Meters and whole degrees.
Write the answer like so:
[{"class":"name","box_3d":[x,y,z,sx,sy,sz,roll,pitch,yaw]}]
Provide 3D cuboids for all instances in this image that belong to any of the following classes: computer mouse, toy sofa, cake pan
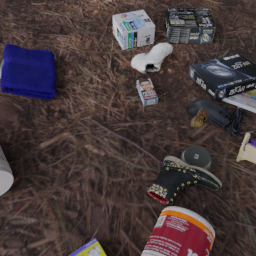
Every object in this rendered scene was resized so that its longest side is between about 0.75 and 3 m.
[{"class":"computer mouse","box_3d":[3.385,-0.629,10.906,2.204,0.581,1.527,20,52,15]},{"class":"toy sofa","box_3d":[4.870,0.942,9.365,2.127,1.038,0.881,24,55,19]},{"class":"cake pan","box_3d":[2.402,1.052,9.808,1.075,0.197,1.075,0,51,0]}]

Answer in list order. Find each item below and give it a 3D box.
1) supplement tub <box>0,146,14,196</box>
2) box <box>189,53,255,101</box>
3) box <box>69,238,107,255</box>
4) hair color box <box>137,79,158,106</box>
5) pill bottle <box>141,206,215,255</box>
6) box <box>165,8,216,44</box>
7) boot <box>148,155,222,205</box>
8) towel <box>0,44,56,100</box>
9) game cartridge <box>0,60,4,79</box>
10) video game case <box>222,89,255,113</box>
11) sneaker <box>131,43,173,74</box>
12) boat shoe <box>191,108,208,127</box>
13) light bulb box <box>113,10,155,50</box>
[{"class":"supplement tub","box_3d":[-4.769,1.037,8.980,1.506,1.506,2.283,-27,57,-20]},{"class":"box","box_3d":[4.292,-2.263,12.067,2.631,0.573,2.108,-16,44,-12]},{"class":"box","box_3d":[-0.796,4.089,7.155,1.239,0.511,2.112,-29,58,-21]},{"class":"hair color box","box_3d":[0.800,-1.517,11.779,0.608,0.372,1.227,-11,51,-8]},{"class":"pill bottle","box_3d":[1.041,3.492,6.970,1.537,1.537,2.721,22,55,17]},{"class":"box","box_3d":[3.122,-5.268,14.425,2.278,0.981,1.865,0,51,0]},{"class":"boot","box_3d":[1.764,1.868,8.849,2.001,0.722,1.511,24,58,21]},{"class":"towel","box_3d":[-4.213,-2.389,11.997,2.172,0.729,2.941,5,46,-22]},{"class":"game cartridge","box_3d":[-4.929,-2.346,12.228,1.205,0.376,1.809,5,46,-32]},{"class":"video game case","box_3d":[4.887,-1.185,11.299,1.413,0.171,1.552,-28,39,-27]},{"class":"sneaker","box_3d":[1.289,-3.089,12.878,2.179,0.849,1.082,-32,64,-13]},{"class":"boat shoe","box_3d":[1.972,-0.250,7.465,0.300,0.317,0.882,13,37,29]},{"class":"light bulb box","box_3d":[0.261,-4.974,14.143,1.693,1.057,1.678,-15,53,-12]}]
